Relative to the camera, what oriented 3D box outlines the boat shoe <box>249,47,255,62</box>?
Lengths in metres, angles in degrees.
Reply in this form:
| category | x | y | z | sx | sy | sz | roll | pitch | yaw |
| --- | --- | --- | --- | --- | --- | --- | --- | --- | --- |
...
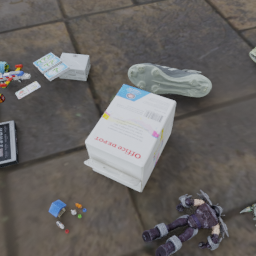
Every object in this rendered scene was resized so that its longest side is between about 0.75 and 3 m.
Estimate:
| category | x | y | z | sx | sy | sz | roll | pitch | yaw |
| --- | --- | --- | --- | --- | --- | --- | --- | --- | --- |
| boat shoe | 5.344 | -2.092 | 9.973 | 0.757 | 0.879 | 2.440 | -35 | 57 | 9 |

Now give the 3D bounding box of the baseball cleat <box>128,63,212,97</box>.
| category | x | y | z | sx | sy | sz | roll | pitch | yaw |
| --- | --- | --- | --- | --- | --- | --- | --- | --- | --- |
| baseball cleat | 1.391 | -1.604 | 9.409 | 2.718 | 0.948 | 1.447 | 16 | 23 | 6 |

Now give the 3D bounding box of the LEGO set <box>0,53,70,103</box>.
| category | x | y | z | sx | sy | sz | roll | pitch | yaw |
| --- | --- | --- | --- | --- | --- | --- | --- | --- | --- |
| LEGO set | -3.406 | -1.809 | 9.328 | 2.503 | 0.614 | 1.869 | -34 | 43 | -13 |

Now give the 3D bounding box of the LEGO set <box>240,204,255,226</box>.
| category | x | y | z | sx | sy | sz | roll | pitch | yaw |
| --- | --- | --- | --- | --- | --- | --- | --- | --- | --- |
| LEGO set | 3.749 | 2.347 | 6.972 | 1.712 | 0.485 | 1.112 | 4 | 55 | 3 |

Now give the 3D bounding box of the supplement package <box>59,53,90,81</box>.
| category | x | y | z | sx | sy | sz | roll | pitch | yaw |
| --- | --- | --- | --- | --- | --- | --- | --- | --- | --- |
| supplement package | -1.931 | -2.204 | 10.088 | 1.000 | 0.554 | 0.779 | 7 | 56 | 3 |

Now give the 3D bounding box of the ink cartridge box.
| category | x | y | z | sx | sy | sz | roll | pitch | yaw |
| --- | --- | --- | --- | --- | --- | --- | --- | --- | --- |
| ink cartridge box | 0.058 | 0.375 | 7.658 | 1.614 | 1.573 | 2.511 | 22 | 59 | 16 |

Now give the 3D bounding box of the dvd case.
| category | x | y | z | sx | sy | sz | roll | pitch | yaw |
| --- | --- | --- | --- | --- | --- | --- | --- | --- | --- |
| dvd case | -4.340 | 0.615 | 8.324 | 1.998 | 0.247 | 1.501 | -13 | 57 | -8 |

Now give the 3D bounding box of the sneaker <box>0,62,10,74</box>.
| category | x | y | z | sx | sy | sz | roll | pitch | yaw |
| --- | --- | --- | --- | --- | --- | --- | --- | --- | --- |
| sneaker | -4.738 | -2.368 | 10.297 | 0.711 | 0.433 | 1.090 | -17 | 66 | -9 |

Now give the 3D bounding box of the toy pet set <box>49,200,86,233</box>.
| category | x | y | z | sx | sy | sz | roll | pitch | yaw |
| --- | --- | --- | --- | --- | --- | --- | --- | --- | --- |
| toy pet set | -1.589 | 2.140 | 7.164 | 0.716 | 0.407 | 0.767 | 30 | 60 | 19 |

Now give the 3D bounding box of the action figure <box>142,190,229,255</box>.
| category | x | y | z | sx | sy | sz | roll | pitch | yaw |
| --- | --- | --- | --- | --- | --- | --- | --- | --- | --- |
| action figure | 1.489 | 2.358 | 6.817 | 2.192 | 0.761 | 1.426 | -17 | 51 | -24 |
